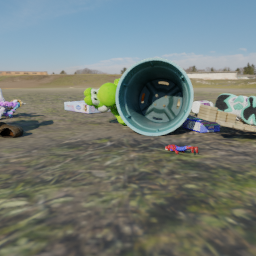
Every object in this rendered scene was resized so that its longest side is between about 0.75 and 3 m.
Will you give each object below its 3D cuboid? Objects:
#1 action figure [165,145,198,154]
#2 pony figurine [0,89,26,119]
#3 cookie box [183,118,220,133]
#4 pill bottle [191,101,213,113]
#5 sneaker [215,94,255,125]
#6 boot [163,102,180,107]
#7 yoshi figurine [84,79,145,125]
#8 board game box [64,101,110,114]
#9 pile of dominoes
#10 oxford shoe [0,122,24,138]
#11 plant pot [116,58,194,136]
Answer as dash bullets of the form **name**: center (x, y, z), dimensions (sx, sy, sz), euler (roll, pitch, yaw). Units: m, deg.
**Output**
- **action figure**: center (1.316, 0.542, 7.136), dimensions (0.300, 0.237, 0.917), euler (-2, 4, -42)
- **pony figurine**: center (-5.983, -1.057, 12.951), dimensions (1.969, 1.699, 2.040), euler (3, -9, -39)
- **cookie box**: center (2.673, -0.122, 10.213), dimensions (0.889, 0.391, 1.040), euler (-3, 11, -25)
- **pill bottle**: center (4.022, -1.134, 15.028), dimensions (1.174, 0.659, 0.659), euler (-7, 12, -34)
- **sneaker**: center (4.680, -0.540, 10.384), dimensions (1.781, 0.989, 2.545), euler (19, 10, -33)
- **boot**: center (3.077, -1.625, 18.357), dimensions (1.282, 0.424, 1.123), euler (5, 12, 31)
- **yoshi figurine**: center (-0.320, -1.064, 10.990), dimensions (2.870, 1.607, 1.613), euler (6, 39, -46)
- **board game box**: center (-1.993, -1.257, 16.089), dimensions (2.387, 0.492, 2.393), euler (-10, 14, -42)
- **pile of dominoes**: center (3.854, -0.258, 9.231), dimensions (2.984, 0.475, 2.326), euler (9, 9, -13)
- **oxford shoe**: center (-4.079, 0.071, 9.040), dimensions (1.259, 0.458, 0.531), euler (3, 12, 15)
- **plant pot**: center (1.095, -1.073, 10.341), dimensions (2.557, 2.557, 2.504), euler (2, 3, 12)
